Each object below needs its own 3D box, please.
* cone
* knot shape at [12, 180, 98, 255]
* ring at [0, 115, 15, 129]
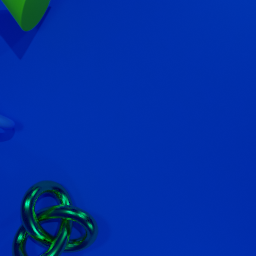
[{"bbox_3d":[-2.688,-3.245,6.292,1.506,1.500,1.500,28,85,-7],"label":"cone"},{"bbox_3d":[-1.736,2.072,6.295,1.933,0.893,1.809,-15,82,-14],"label":"knot shape"},{"bbox_3d":[-3.187,-0.257,6.484,1.121,1.121,0.224,23,85,2],"label":"ring"}]
